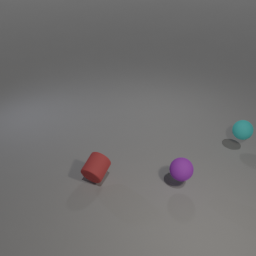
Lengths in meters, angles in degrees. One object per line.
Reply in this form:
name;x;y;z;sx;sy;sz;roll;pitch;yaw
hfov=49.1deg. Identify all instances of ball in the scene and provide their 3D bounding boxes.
ball;1.574;1.217;8.249;0.700;0.700;0.700;0;30;0
ball;4.069;0.070;9.934;0.700;0.700;0.700;0;30;0

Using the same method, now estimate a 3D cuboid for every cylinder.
cylinder;-0.981;1.209;8.591;0.700;0.700;0.700;14;55;23
